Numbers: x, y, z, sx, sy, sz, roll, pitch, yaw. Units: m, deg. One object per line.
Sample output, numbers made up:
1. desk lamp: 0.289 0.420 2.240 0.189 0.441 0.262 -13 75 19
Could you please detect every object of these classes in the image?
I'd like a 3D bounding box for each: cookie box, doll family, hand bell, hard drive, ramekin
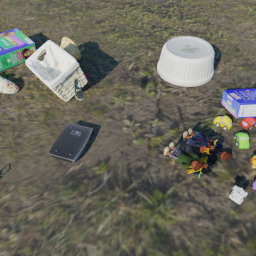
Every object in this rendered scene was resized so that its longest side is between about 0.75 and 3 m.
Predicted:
1. cookie box: -6.588 -4.197 15.080 2.568 0.965 2.197 -32 55 -27
2. cookie box: 5.212 -1.083 11.877 1.896 0.713 1.622 -3 28 -3
3. doll family: 2.587 0.893 9.963 1.599 1.086 2.767 29 49 32
4. hand bell: -3.797 -3.366 14.358 1.355 1.355 2.602 31 64 27
5. hard drive: -2.149 0.566 10.745 1.159 0.364 1.719 13 46 13
6. ramekin: 2.956 -3.470 14.070 2.945 1.371 2.945 0 44 0

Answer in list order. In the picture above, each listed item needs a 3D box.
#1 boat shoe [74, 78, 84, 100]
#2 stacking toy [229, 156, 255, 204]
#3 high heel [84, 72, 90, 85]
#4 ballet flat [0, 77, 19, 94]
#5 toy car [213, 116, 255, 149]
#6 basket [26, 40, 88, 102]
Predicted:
1. boat shoe: -1.595 -1.241 8.941 0.289 0.231 0.764 -15 64 -14
2. stacking toy: 4.791 2.150 9.009 2.519 0.592 1.899 33 54 28
3. high heel: -2.487 -2.219 13.307 1.331 0.640 0.449 -25 51 -16
4. ballet flat: -6.238 -2.145 13.235 2.181 0.697 0.825 13 50 12
5. toy car: 4.481 0.090 11.187 1.846 0.412 1.737 1 45 1
6. basket: -3.209 -2.576 12.798 1.646 1.498 2.428 -45 58 -7
